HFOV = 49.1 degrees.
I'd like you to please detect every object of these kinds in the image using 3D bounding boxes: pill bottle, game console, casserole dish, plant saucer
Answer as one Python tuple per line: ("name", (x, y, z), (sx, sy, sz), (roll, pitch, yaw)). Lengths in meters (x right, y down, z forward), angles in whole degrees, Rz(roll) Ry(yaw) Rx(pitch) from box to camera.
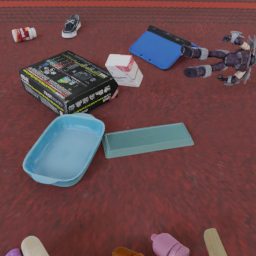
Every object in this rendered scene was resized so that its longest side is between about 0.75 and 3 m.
("pill bottle", (-4.917, -4.454, 13.298), (0.998, 0.564, 0.564), (-20, 45, -21))
("game console", (1.694, -3.432, 12.382), (2.099, 1.455, 2.459), (3, 29, -48))
("casserole dish", (-1.626, 0.579, 7.577), (1.624, 0.520, 2.681), (11, 43, 12))
("plant saucer", (0.561, 0.303, 8.116), (2.580, 0.245, 0.902), (-9, 42, -8))

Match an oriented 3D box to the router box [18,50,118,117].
("router box", (-2.056, -1.545, 9.705), (2.153, 0.893, 2.873), (-33, 50, -32))

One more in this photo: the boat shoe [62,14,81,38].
("boat shoe", (-2.830, -5.151, 14.009), (0.710, 0.671, 1.980), (7, 42, 7))

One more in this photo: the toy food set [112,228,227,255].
("toy food set", (0.346, 2.761, 5.016), (2.948, 0.464, 1.874), (-12, 32, 2))

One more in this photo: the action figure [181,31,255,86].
("action figure", (2.852, -2.040, 8.331), (2.485, 1.617, 0.862), (-6, 15, -18))

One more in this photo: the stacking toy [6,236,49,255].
("stacking toy", (-2.487, 3.059, 4.318), (2.966, 1.266, 1.266), (-30, 49, -24))

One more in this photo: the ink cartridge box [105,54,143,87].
("ink cartridge box", (-0.089, -1.664, 8.187), (0.745, 1.016, 0.421), (11, 69, 28))
